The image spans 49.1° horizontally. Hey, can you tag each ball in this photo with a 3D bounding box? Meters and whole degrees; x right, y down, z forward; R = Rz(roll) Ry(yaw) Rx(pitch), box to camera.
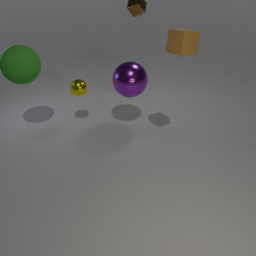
[{"bbox_3d":[0.078,-1.897,11.012,1.400,1.400,1.400,0,32,0],"label":"ball"},{"bbox_3d":[-3.858,-2.276,10.074,1.400,1.400,1.400,0,32,0],"label":"ball"},{"bbox_3d":[-1.974,-1.608,11.234,0.700,0.700,0.700,0,32,0],"label":"ball"}]

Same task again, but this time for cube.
[{"bbox_3d":[1.692,-2.649,8.640,0.700,0.700,0.700,-12,28,-35],"label":"cube"},{"bbox_3d":[0.447,-6.153,14.078,0.700,0.700,0.700,-6,64,33],"label":"cube"}]
